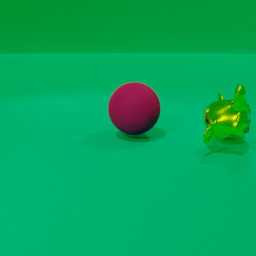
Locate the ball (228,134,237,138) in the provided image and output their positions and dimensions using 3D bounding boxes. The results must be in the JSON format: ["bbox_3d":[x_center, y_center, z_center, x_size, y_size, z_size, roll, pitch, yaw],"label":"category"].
[{"bbox_3d":[2.653,-0.195,7.476,0.916,0.916,0.916,0,16,0],"label":"ball"}]

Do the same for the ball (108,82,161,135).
[{"bbox_3d":[0.165,-0.507,7.373,1.385,1.385,1.385,0,16,0],"label":"ball"}]

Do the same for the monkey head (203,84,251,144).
[{"bbox_3d":[2.198,-0.380,6.333,1.026,1.225,1.703,2,41,29],"label":"monkey head"}]
